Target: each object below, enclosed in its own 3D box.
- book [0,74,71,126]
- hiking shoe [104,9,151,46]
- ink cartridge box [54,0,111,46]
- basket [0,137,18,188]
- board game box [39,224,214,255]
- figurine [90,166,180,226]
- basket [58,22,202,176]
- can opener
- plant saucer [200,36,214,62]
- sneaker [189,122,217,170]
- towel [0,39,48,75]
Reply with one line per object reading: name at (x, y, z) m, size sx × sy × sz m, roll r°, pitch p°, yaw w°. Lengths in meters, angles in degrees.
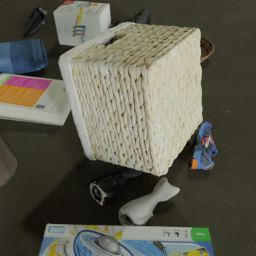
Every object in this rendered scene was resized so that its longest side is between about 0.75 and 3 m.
book at (-2.915, -0.954, 8.354) m, size 2.558 × 0.615 × 1.709 m, roll 8°, pitch 42°, yaw 6°
hiking shoe at (0.041, -4.107, 11.369) m, size 1.461 × 1.099 × 2.902 m, roll 14°, pitch 45°, yaw 10°
ink cartridge box at (-1.747, -4.170, 11.251) m, size 1.880 × 1.360 × 1.366 m, roll 9°, pitch 43°, yaw 10°
basket at (-3.607, 0.270, 5.782) m, size 2.007 × 2.226 × 1.514 m, roll -12°, pitch 44°, yaw -12°
board game box at (-0.042, 2.607, 4.499) m, size 2.956 × 0.509 × 2.001 m, roll 1°, pitch 43°, yaw 1°
figurine at (0.185, 1.287, 5.927) m, size 1.408 × 0.621 × 1.443 m, roll -31°, pitch 51°, yaw -35°
basket at (0.280, -0.794, 6.320) m, size 2.111 × 2.625 × 2.601 m, roll 11°, pitch 38°, yaw 32°
can opener at (-4.143, -4.803, 12.608) m, size 0.665 × 0.824 × 2.097 m, roll 30°, pitch 39°, yaw -26°
plant saucer at (2.018, -3.005, 10.695) m, size 2.397 × 0.413 × 2.397 m, roll 0°, pitch 43°, yaw 0°
sneaker at (1.907, 0.459, 6.908) m, size 0.577 × 0.555 × 1.472 m, roll 18°, pitch 54°, yaw 8°
towel at (-4.351, -2.370, 9.780) m, size 2.955 × 0.717 × 1.650 m, roll -10°, pitch 44°, yaw -12°
